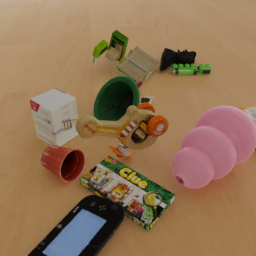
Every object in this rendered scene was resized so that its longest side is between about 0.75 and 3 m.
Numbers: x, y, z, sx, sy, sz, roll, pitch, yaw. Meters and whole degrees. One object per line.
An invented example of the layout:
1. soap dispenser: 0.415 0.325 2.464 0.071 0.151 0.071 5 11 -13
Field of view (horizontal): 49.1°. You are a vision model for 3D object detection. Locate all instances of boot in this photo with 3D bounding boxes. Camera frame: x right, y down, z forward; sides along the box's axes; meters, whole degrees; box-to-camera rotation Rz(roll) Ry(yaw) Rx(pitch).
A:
1. boot: 2.366 -3.187 13.201 1.575 0.711 1.922 12 39 9

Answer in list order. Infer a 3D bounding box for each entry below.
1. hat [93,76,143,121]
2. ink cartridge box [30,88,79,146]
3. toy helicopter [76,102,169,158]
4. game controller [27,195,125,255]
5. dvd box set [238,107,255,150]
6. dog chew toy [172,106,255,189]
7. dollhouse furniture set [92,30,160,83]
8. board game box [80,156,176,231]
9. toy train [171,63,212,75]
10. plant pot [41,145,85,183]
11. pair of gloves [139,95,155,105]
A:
1. hat: 0.106 -0.759 10.256 1.855 2.240 1.971 33 5 34
2. ink cartridge box: -2.278 -0.313 8.848 1.033 1.422 1.029 26 42 29
3. toy helicopter: -0.240 0.146 7.623 2.530 1.673 0.998 5 29 -32
4. game controller: -1.116 2.403 6.095 1.229 0.496 2.356 22 42 25
5. dvd box set: 5.333 0.019 9.211 2.922 0.430 2.138 -2 38 -3
6. dog chew toy: 2.244 0.575 7.567 2.762 1.720 1.720 -36 50 -29
7. dollhouse furniture set: -0.131 -2.931 12.909 2.680 1.345 1.756 36 59 6
8. board game box: -0.047 1.598 7.339 2.290 0.269 1.200 26 43 29
9. toy train: 2.882 -2.652 12.743 1.858 0.388 0.524 -3 48 -3
10. plant pot: -1.850 0.915 7.758 0.918 0.944 0.944 15 40 32
11. pair of gloves: 0.151 -1.014 10.699 1.486 0.261 1.263 17 41 22
